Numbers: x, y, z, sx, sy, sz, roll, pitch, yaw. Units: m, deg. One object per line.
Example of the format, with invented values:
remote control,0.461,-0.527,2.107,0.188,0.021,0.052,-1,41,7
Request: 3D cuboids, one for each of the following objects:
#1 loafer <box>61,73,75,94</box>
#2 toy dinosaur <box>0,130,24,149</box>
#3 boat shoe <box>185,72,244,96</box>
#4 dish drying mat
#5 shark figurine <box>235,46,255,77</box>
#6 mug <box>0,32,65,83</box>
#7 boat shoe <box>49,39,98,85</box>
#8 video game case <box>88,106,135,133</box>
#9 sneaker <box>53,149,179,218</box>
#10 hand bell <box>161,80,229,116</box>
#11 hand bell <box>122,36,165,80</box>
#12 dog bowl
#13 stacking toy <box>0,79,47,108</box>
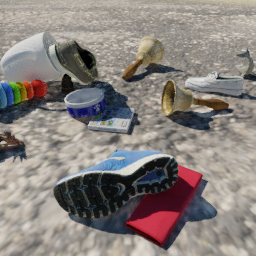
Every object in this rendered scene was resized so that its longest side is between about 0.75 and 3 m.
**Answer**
loafer,-2.289,-1.668,10.411,0.486,0.475,1.332,-10,33,-16
toy dinosaur,-3.514,0.376,7.053,1.002,0.635,1.479,30,48,30
boat shoe,3.182,-1.738,10.318,2.067,0.690,0.760,10,33,15
dish drying mat,0.809,1.435,5.721,0.798,0.189,2.078,18,35,27
shark figurine,4.681,-2.379,11.226,0.760,1.821,1.088,-41,73,4
mug,-3.632,-2.398,10.164,1.971,1.660,2.248,-17,5,11
boat shoe,-1.597,-2.248,9.786,0.881,1.054,2.948,-19,-8,14
video game case,-0.473,-0.293,8.516,1.159,0.151,1.274,5,33,9
sneaker,-0.270,1.050,5.816,2.507,0.985,1.117,-12,15,-14
hand bell,2.245,-0.841,8.879,2.134,1.111,1.111,5,30,-14
hand bell,0.464,-2.754,11.904,1.295,1.295,2.488,17,48,25
dog bowl,-1.341,-0.812,8.870,1.235,0.487,1.235,-7,30,4
stacking toy,-3.782,-1.220,9.374,2.229,0.951,0.951,-21,38,-36
